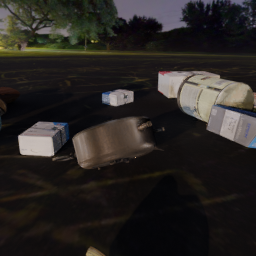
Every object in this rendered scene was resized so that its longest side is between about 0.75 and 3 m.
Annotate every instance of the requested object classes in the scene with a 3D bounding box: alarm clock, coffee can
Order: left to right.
[{"bbox_3d":[-0.488,0.424,5.923,2.477,0.825,1.671,-15,-9,17],"label":"alarm clock"},{"bbox_3d":[2.849,-0.918,9.382,1.531,1.531,2.092,-7,20,-22],"label":"coffee can"}]

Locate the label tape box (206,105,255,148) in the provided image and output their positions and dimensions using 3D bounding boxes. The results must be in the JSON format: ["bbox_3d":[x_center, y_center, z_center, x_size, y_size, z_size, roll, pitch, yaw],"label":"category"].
[{"bbox_3d":[3.337,0.099,6.832,1.694,0.744,2.350,8,11,-22],"label":"label tape box"}]

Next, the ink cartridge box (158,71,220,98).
[{"bbox_3d":[3.030,-2.243,14.172,2.591,1.080,1.882,-3,18,-10],"label":"ink cartridge box"}]

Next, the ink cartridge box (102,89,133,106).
[{"bbox_3d":[-0.441,-1.351,12.403,0.859,0.503,1.172,14,24,37],"label":"ink cartridge box"}]

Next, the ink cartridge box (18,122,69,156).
[{"bbox_3d":[-2.185,0.257,7.427,0.893,0.523,1.219,3,17,6],"label":"ink cartridge box"}]

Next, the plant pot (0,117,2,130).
[{"bbox_3d":[-4.050,-0.170,6.947,2.078,2.078,1.399,13,-17,35],"label":"plant pot"}]

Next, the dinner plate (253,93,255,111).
[{"bbox_3d":[5.045,-1.102,11.599,2.911,0.353,2.911,5,21,-2],"label":"dinner plate"}]

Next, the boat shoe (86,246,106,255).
[{"bbox_3d":[-0.034,1.803,2.911,1.343,0.484,0.454,23,61,35],"label":"boat shoe"}]

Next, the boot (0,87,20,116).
[{"bbox_3d":[-5.166,-1.170,11.418,2.678,0.923,2.874,8,15,17],"label":"boot"}]
